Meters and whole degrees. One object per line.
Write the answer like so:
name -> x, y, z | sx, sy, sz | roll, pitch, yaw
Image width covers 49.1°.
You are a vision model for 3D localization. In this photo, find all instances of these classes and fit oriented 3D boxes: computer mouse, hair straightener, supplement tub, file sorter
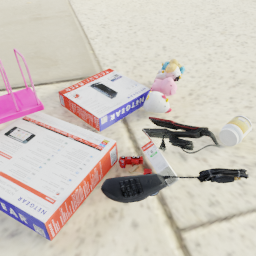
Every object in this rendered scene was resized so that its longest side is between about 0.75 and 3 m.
computer mouse -> 0.830, 1.048, 5.048 | 2.664, 0.781, 0.453 | -7, 72, 6
hair straightener -> 1.040, 0.254, 6.098 | 2.033, 0.416, 0.782 | 16, 68, 47
supplement tub -> 2.683, 0.077, 7.003 | 0.560, 0.560, 0.776 | 31, 47, 32
file sorter -> -3.356, -0.917, 6.536 | 2.152, 1.350, 1.496 | -22, 33, -21

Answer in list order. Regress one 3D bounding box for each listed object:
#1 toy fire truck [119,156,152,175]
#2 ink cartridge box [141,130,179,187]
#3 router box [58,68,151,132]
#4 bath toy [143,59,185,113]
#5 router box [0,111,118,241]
toy fire truck -> 0.153, 0.875, 6.311 | 0.762, 0.186, 0.538 | -1, 40, 7
ink cartridge box -> 0.610, 0.647, 6.187 | 0.310, 0.672, 1.232 | -36, 46, 2
router box -> -0.668, -0.919, 8.263 | 1.817, 0.494, 2.024 | 32, 49, 33
bath toy -> 1.132, -1.224, 8.389 | 0.815, 0.959, 2.206 | 26, 48, 0
router box -> -1.927, 0.765, 6.091 | 2.601, 0.635, 2.335 | 20, 44, 23
